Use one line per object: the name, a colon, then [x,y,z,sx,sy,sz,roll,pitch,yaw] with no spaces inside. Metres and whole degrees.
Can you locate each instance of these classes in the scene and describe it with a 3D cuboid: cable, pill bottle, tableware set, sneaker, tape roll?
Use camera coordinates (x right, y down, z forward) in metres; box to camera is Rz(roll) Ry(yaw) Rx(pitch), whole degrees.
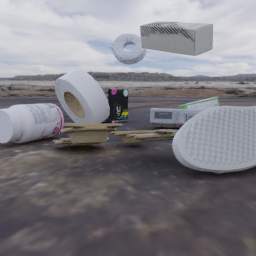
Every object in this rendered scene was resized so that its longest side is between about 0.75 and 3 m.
cable: [0.047,-2.600,9.149,1.103,1.103,0.382,-24,-23,-6]
pill bottle: [-2.243,-0.114,6.343,0.843,0.843,1.488,4,8,28]
tableware set: [-0.191,0.129,5.077,2.156,0.299,2.581,-2,-4,-20]
sneaker: [1.772,0.222,4.586,2.717,1.004,1.113,-11,-22,-25]
tape roll: [-1.279,-0.774,7.751,0.585,1.672,1.672,-39,28,-28]

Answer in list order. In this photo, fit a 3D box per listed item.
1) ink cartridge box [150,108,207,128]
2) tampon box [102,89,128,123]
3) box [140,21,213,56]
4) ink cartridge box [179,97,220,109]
ink cartridge box: [1.717,-0.155,8.844,1.700,0.597,2.092,2,-13,16]
tampon box: [-0.551,-0.823,10.200,0.764,1.210,0.907,7,10,40]
box: [1.119,-2.187,6.730,0.719,0.599,1.751,-28,34,-33]
ink cartridge box: [2.361,-0.680,10.132,1.679,0.498,0.872,-13,1,-5]
